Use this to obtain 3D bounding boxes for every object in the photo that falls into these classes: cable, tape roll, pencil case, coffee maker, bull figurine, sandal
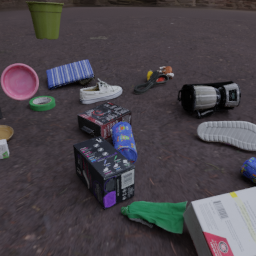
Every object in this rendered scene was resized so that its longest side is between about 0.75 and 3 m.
[{"bbox_3d":[1.312,-2.400,15.478,1.323,0.686,2.724,27,49,11],"label":"cable"},{"bbox_3d":[-4.067,-1.173,13.321,1.170,0.281,1.170,0,31,0],"label":"tape roll"},{"bbox_3d":[-0.182,0.494,9.937,0.849,0.763,1.956,7,29,-11],"label":"pencil case"},{"bbox_3d":[3.634,-1.502,12.708,2.199,1.481,2.112,-4,30,-8],"label":"coffee maker"},{"bbox_3d":[2.316,-3.343,16.884,0.874,0.469,1.440,4,30,6],"label":"bull figurine"},{"bbox_3d":[3.900,0.232,10.494,2.524,1.027,0.620,13,-8,22],"label":"sandal"},{"bbox_3d":[4.154,1.506,8.259,0.658,0.733,1.687,-44,41,-6],"label":"pencil case"}]

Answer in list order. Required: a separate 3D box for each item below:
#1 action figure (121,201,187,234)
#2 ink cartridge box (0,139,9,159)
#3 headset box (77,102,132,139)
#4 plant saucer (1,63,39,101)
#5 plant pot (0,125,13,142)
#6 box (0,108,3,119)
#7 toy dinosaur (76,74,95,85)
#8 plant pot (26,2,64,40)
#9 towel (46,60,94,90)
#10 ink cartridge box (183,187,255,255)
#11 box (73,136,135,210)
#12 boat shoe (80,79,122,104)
[{"bbox_3d":[0.619,2.230,7.261,1.708,0.467,1.009,3,31,19],"label":"action figure"},{"bbox_3d":[-4.585,0.771,9.645,0.816,0.591,0.342,-9,31,-15],"label":"ink cartridge box"},{"bbox_3d":[-1.002,-0.287,11.341,1.422,0.718,1.913,24,38,36],"label":"headset box"},{"bbox_3d":[-3.594,-1.534,9.383,1.213,1.213,0.307,-3,9,-5],"label":"plant saucer"},{"bbox_3d":[-5.195,0.340,10.786,1.513,0.208,1.513,-1,30,0],"label":"plant pot"},{"bbox_3d":[-6.316,-0.900,12.039,1.454,1.080,0.904,17,34,27],"label":"box"},{"bbox_3d":[-2.403,-2.736,15.762,1.016,0.764,1.986,-35,48,-14],"label":"toy dinosaur"},{"bbox_3d":[-2.868,-3.747,9.823,1.257,1.194,1.257,3,22,-1],"label":"plant pot"},{"bbox_3d":[-3.302,-3.049,15.769,2.559,0.305,1.853,-17,45,-7],"label":"towel"},{"bbox_3d":[2.474,2.284,6.399,1.956,0.816,1.420,-8,53,-14],"label":"ink cartridge box"},{"bbox_3d":[-0.732,1.240,8.247,1.013,1.168,1.910,-18,35,-30],"label":"box"},{"bbox_3d":[-1.341,-1.968,13.963,2.357,1.005,0.871,-16,34,-26],"label":"boat shoe"}]
